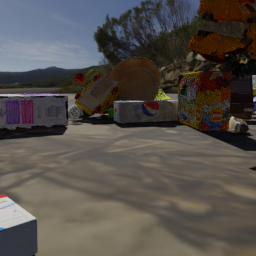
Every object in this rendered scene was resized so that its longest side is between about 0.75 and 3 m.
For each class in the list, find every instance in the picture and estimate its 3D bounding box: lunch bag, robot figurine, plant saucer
[{"bbox_3d":[-1.974,-0.681,10.761,0.760,0.463,0.647,-9,9,-18],"label":"lunch bag"},{"bbox_3d":[2.138,-1.917,5.458,0.682,1.700,2.344,1,23,-28],"label":"robot figurine"},{"bbox_3d":[0.163,-1.532,10.798,2.514,2.514,0.445,5,-15,31],"label":"plant saucer"}]

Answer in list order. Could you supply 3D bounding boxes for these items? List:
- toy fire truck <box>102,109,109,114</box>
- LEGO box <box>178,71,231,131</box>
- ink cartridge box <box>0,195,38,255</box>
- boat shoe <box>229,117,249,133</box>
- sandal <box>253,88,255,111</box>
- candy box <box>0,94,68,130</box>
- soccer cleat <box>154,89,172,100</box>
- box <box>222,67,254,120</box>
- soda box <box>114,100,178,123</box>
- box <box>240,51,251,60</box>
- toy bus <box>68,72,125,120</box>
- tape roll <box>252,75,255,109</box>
[{"bbox_3d":[-0.767,-0.901,11.291,0.808,0.679,0.453,-3,1,-21],"label":"toy fire truck"},{"bbox_3d":[2.094,-0.819,8.007,0.785,1.516,2.035,-2,8,-7],"label":"LEGO box"},{"bbox_3d":[-1.010,0.699,1.980,0.443,0.256,0.762,-7,10,-43],"label":"ink cartridge box"},{"bbox_3d":[2.803,-0.078,7.120,0.279,0.337,0.937,7,12,5],"label":"boat shoe"},{"bbox_3d":[4.360,-0.897,11.266,0.758,0.830,1.906,-12,-8,-31],"label":"sandal"},{"bbox_3d":[-3.235,-0.524,8.071,2.529,0.905,2.121,-5,9,-28],"label":"candy box"},{"bbox_3d":[1.810,-1.649,15.372,0.792,1.025,2.451,-2,8,-12],"label":"soccer cleat"},{"bbox_3d":[3.868,-1.296,10.030,1.080,0.808,2.157,3,45,19],"label":"box"},{"bbox_3d":[0.625,-0.562,9.159,2.115,0.671,0.722,-2,9,-16],"label":"soda box"},{"bbox_3d":[3.777,-2.175,8.466,0.989,0.269,1.235,34,22,10],"label":"box"},{"bbox_3d":[-1.174,-1.032,10.462,2.092,1.974,1.081,-6,-26,-6],"label":"toy bus"},{"bbox_3d":[5.768,-2.002,13.634,2.213,2.213,0.726,-4,10,-27],"label":"tape roll"}]
